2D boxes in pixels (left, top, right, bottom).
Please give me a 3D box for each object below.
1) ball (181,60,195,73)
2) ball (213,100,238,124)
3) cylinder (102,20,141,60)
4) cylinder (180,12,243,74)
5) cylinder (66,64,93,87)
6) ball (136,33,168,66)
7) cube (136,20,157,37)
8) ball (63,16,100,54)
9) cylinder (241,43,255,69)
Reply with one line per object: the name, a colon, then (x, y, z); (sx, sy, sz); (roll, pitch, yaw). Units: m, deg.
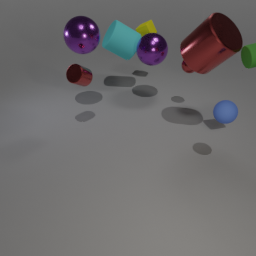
ball: (2.613, -2.669, 11.838); (0.700, 0.700, 0.700); (0, 32, 0)
ball: (2.881, -0.475, 8.279); (0.700, 0.700, 0.700); (0, 32, 0)
cylinder: (-0.309, -4.179, 13.397); (1.400, 1.400, 1.400); (23, 24, -24)
cylinder: (2.639, -2.667, 8.960); (1.400, 1.400, 1.400); (13, 63, -27)
cylinder: (-1.751, -1.899, 10.125); (0.700, 0.700, 0.700); (17, 5, 25)
ball: (1.060, -3.453, 12.313); (1.400, 1.400, 1.400); (0, 32, 0)
cube: (0.937, -4.944, 14.230); (0.700, 0.700, 0.700); (-10, 32, 37)
ball: (-1.757, -3.542, 10.711); (1.400, 1.400, 1.400); (0, 32, 0)
cylinder: (3.898, -2.212, 8.445); (0.700, 0.700, 0.700); (-14, 33, -1)
